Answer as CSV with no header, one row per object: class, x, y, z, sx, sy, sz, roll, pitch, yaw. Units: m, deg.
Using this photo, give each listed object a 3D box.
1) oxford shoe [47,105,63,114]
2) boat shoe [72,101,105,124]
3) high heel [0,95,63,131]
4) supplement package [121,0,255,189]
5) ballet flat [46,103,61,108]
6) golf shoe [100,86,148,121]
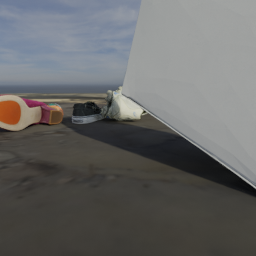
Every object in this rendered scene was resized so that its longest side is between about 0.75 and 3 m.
oxford shoe,-2.924,-0.513,9.215,1.615,0.576,0.589,3,17,30
boat shoe,-1.250,-0.570,9.268,0.758,0.625,2.208,1,9,9
high heel,-3.078,-0.434,7.492,1.289,0.904,2.681,13,0,27
supplement package,1.415,-0.867,3.525,1.479,2.077,2.667,-9,35,-38
ballet flat,-2.714,-0.620,10.045,1.554,0.577,0.577,10,13,40
golf shoe,0.025,-0.721,9.899,1.420,1.144,2.921,18,16,4
